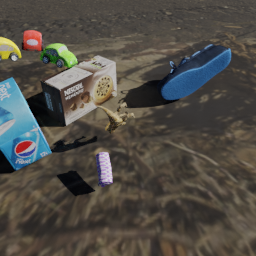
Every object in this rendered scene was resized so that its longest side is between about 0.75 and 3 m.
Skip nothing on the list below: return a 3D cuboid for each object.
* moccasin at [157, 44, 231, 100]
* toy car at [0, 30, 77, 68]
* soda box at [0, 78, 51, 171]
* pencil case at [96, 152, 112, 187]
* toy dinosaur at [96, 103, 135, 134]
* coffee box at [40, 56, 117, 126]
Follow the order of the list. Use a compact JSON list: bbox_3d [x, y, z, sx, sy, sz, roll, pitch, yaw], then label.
[{"bbox_3d":[2.109,-1.872,9.388,2.858,1.150,0.975,-28,48,-16],"label":"moccasin"},{"bbox_3d":[-2.728,-2.434,8.600,2.530,0.600,2.688,16,30,12],"label":"toy car"},{"bbox_3d":[-3.103,-0.235,7.609,0.990,0.936,2.917,-28,43,-15],"label":"soda box"},{"bbox_3d":[-0.546,0.933,6.332,0.326,0.332,0.776,3,62,-22],"label":"pencil case"},{"bbox_3d":[-0.284,-0.233,7.010,0.805,1.593,0.464,-36,70,-10],"label":"toy dinosaur"},{"bbox_3d":[-1.443,-1.231,8.775,0.904,1.281,2.266,28,45,31],"label":"coffee box"}]
